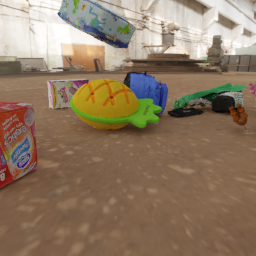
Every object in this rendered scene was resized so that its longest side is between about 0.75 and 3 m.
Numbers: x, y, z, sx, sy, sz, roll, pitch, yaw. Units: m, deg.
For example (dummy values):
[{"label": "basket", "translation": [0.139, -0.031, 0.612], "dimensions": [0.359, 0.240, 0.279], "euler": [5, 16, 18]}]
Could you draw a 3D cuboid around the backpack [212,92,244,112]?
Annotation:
[{"label": "backpack", "translation": [3.919, -0.977, 10.687], "dimensions": [1.238, 0.783, 1.033], "euler": [-7, 12, -40]}]

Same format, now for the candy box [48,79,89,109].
[{"label": "candy box", "translation": [-2.485, -1.460, 11.865], "dimensions": [1.689, 1.152, 0.515], "euler": [-11, 17, -34]}]

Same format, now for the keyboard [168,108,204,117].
[{"label": "keyboard", "translation": [2.080, -0.581, 10.373], "dimensions": [1.370, 0.176, 0.823], "euler": [-9, 23, -35]}]

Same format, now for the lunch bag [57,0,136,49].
[{"label": "lunch bag", "translation": [-1.108, -3.785, 10.039], "dimensions": [2.582, 1.065, 2.076], "euler": [36, 18, 35]}]

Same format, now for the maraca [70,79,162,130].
[{"label": "maraca", "translation": [-0.359, -0.634, 8.111], "dimensions": [2.635, 1.409, 1.806], "euler": [12, 38, 7]}]

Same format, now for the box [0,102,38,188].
[{"label": "box", "translation": [-2.973, 0.187, 4.932], "dimensions": [2.473, 1.233, 1.181], "euler": [5, 14, 18]}]

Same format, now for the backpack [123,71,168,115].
[{"label": "backpack", "translation": [0.549, -1.150, 9.690], "dimensions": [1.649, 1.597, 1.965], "euler": [3, 13, 1]}]

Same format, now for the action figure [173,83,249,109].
[{"label": "action figure", "translation": [3.141, -1.211, 11.326], "dimensions": [2.873, 0.786, 1.697], "euler": [-13, 5, -10]}]

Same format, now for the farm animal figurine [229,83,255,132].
[{"label": "farm animal figurine", "translation": [4.049, -0.504, 7.605], "dimensions": [2.174, 1.134, 2.150], "euler": [-38, 24, -5]}]
